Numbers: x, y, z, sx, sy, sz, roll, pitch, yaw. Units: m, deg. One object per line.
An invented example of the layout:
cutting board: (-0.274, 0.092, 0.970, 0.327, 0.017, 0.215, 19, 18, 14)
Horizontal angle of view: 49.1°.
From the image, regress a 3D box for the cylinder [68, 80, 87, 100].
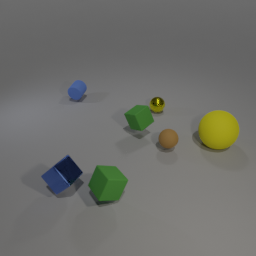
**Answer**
cylinder: (-2.404, -1.808, 13.292, 0.700, 0.700, 0.700, 8, 40, 13)

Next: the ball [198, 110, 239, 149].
ball: (3.240, 0.066, 10.044, 1.400, 1.400, 1.400, 0, 32, 0)

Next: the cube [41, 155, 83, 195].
cube: (-1.862, 1.322, 7.950, 0.700, 0.700, 0.700, 51, 34, -4)

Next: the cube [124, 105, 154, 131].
cube: (0.421, -0.389, 10.468, 0.700, 0.700, 0.700, -37, 26, -27)

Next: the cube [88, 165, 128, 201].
cube: (-0.555, 1.514, 7.730, 0.700, 0.700, 0.700, 10, 21, -41)

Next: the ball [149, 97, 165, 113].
ball: (1.295, -1.033, 12.406, 0.700, 0.700, 0.700, 0, 32, 0)

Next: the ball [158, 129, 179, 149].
ball: (1.427, 0.374, 9.873, 0.700, 0.700, 0.700, 0, 32, 0)
